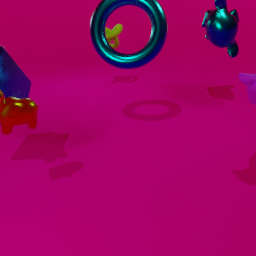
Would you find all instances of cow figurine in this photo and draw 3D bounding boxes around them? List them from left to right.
[{"bbox_3d":[-2.065,-0.385,4.888,1.055,1.038,0.579,-13,48,-33],"label":"cow figurine"},{"bbox_3d":[2.379,-0.975,4.305,1.383,1.405,0.771,1,19,-45],"label":"cow figurine"}]

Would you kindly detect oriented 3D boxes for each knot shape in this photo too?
[{"bbox_3d":[-0.688,-3.461,10.574,1.221,0.603,1.305,-33,-11,23],"label":"knot shape"}]

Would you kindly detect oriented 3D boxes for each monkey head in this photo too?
[{"bbox_3d":[3.060,-3.210,8.720,1.374,1.911,1.151,-28,25,-3],"label":"monkey head"}]

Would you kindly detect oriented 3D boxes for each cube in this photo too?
[{"bbox_3d":[-2.918,-0.812,5.935,1.145,1.145,1.145,-12,53,11],"label":"cube"}]

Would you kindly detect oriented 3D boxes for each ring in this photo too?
[{"bbox_3d":[0.004,-2.511,7.153,1.997,1.997,0.399,4,7,7],"label":"ring"}]
